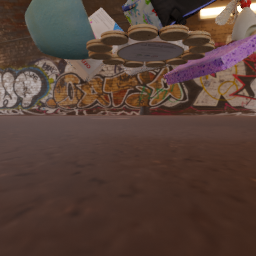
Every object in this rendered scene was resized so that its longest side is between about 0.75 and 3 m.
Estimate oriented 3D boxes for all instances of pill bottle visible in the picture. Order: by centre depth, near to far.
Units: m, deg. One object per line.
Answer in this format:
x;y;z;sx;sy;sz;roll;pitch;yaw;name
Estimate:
0.982;-2.774;9.888;2.427;1.388;1.388;-17;9;-19;pill bottle

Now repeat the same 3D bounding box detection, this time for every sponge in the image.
1.917;-1.588;6.741;1.235;0.330;2.214;-34;13;-21;sponge

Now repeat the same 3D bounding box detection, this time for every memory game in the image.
0.432;-1.583;5.681;2.578;0.164;2.578;0;-1;0;memory game

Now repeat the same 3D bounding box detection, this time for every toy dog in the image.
3.267;-3.260;8.468;1.238;2.570;1.695;-10;-27;-15;toy dog

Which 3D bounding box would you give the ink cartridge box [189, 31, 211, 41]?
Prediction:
2.837;-3.465;11.481;1.172;0.851;0.513;-9;-22;-31;ink cartridge box

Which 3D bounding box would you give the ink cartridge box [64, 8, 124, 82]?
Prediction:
-1.398;-3.353;11.419;2.401;1.735;1.016;-46;5;-14;ink cartridge box

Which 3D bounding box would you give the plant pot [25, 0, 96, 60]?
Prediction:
-2.064;-3.176;8.560;1.735;2.577;2.577;-20;3;0;plant pot

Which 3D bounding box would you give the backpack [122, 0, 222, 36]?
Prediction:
0.907;-3.405;7.118;2.086;1.676;2.280;-37;20;-16;backpack
